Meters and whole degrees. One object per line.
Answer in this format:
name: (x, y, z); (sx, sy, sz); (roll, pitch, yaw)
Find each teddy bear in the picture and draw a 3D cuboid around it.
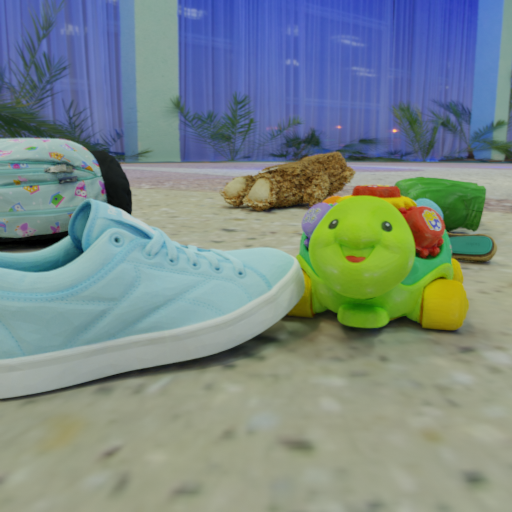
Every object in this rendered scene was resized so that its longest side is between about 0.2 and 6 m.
teddy bear: (0.913, -1.862, 15.351); (2.842, 1.309, 3.920); (-1, 17, 35)

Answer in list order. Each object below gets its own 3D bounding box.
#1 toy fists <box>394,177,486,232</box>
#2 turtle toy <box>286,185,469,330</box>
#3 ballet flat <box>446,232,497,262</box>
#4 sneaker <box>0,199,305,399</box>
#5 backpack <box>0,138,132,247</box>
toy fists: (3.551, -1.026, 11.206); (1.604, 1.082, 3.146); (11, 13, 15)
turtle toy: (1.155, -0.026, 5.615); (1.894, 1.314, 2.599); (3, 12, 16)
ballet flat: (2.829, -0.115, 8.476); (1.518, 0.521, 0.478); (10, -13, 30)
sneaker: (-0.896, 0.138, 4.506); (3.070, 1.258, 1.135); (-14, 21, -31)
backpack: (-3.808, -1.104, 9.665); (2.851, 1.805, 2.379); (-8, 15, -27)
